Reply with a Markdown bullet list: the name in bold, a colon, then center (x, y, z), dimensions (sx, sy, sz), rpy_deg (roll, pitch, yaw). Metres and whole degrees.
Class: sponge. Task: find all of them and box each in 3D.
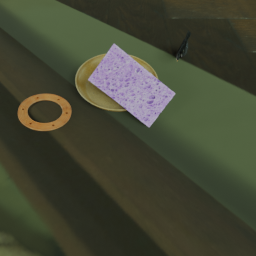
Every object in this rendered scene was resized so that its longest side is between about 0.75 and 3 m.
- **sponge**: center (0.100, -1.166, 7.842), dimensions (2.201, 0.328, 1.228), rpy_deg (38, 95, -8)

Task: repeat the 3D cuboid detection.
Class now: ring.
- **ring**: center (-2.477, -0.472, 8.391), dimensions (1.547, 0.148, 1.547), rpy_deg (6, 47, -7)

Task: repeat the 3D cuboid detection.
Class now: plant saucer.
- **plant saucer**: center (-0.349, -1.414, 9.028), dimensions (2.633, 0.466, 2.633), rpy_deg (2, 52, -3)

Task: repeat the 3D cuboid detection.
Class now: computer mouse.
- **computer mouse**: center (1.935, -2.686, 9.909), dimensions (0.315, 1.370, 0.962), rpy_deg (23, 75, 1)
